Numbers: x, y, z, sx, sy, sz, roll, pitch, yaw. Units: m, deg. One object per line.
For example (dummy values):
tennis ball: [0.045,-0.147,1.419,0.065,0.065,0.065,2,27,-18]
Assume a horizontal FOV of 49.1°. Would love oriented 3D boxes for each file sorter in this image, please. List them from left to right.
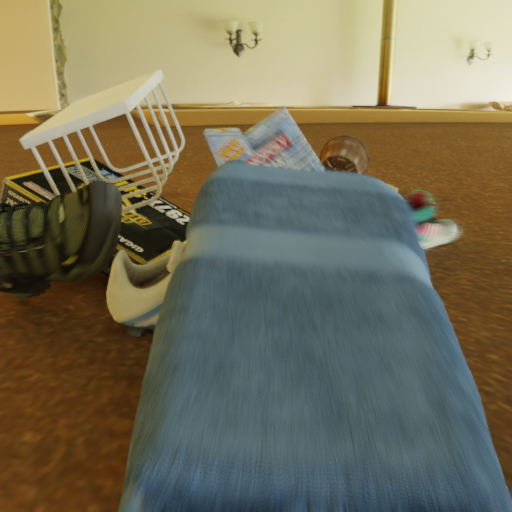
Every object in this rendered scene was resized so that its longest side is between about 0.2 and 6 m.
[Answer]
file sorter: [-2.298,-1.848,9.256,1.728,1.550,2.490,-16,26,11]

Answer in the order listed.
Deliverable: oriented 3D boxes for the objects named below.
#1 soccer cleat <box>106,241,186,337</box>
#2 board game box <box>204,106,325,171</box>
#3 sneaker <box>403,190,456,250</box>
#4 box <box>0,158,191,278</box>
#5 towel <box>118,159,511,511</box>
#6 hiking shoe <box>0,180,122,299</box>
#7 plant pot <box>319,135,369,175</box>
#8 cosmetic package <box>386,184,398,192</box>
soccer cleat: [-0.580,0.381,7.520,2.817,1.216,0.984,-4,25,-10]
board game box: [0.009,-1.903,10.956,2.027,2.025,0.625,-35,19,8]
sneaker: [3.356,-0.783,11.100,1.788,1.080,0.748,-18,26,-35]
box: [-2.554,-0.657,9.880,2.872,0.709,2.293,30,25,12]
towel: [0.500,0.545,5.751,2.829,1.230,5.067,5,31,1]
hiking shoe: [-3.057,-0.184,7.495,2.991,1.133,1.506,-27,-27,33]
plant pot: [2.443,-2.564,16.060,1.470,1.470,1.455,5,26,14]
cosmetic package: [2.988,-1.543,14.338,1.114,0.503,0.595,-6,23,-24]
